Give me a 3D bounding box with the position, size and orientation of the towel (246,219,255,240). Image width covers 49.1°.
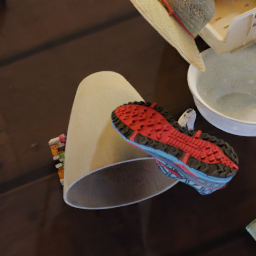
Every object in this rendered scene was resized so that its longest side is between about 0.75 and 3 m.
[{"bbox_3d":[4.576,2.999,7.074,1.943,0.298,2.547,-36,81,-6],"label":"towel"}]

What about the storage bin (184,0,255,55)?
[{"bbox_3d":[2.890,-3.583,7.491,2.614,1.234,2.633,-26,59,-5],"label":"storage bin"}]

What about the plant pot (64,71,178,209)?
[{"bbox_3d":[-0.354,0.100,6.669,2.630,2.630,2.808,-14,60,-3],"label":"plant pot"}]

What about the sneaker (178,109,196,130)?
[{"bbox_3d":[1.671,0.567,7.322,1.260,0.773,1.936,25,80,3],"label":"sneaker"}]

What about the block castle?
[{"bbox_3d":[-1.534,0.819,7.241,0.581,0.828,1.239,-19,80,-5],"label":"block castle"}]

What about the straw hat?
[{"bbox_3d":[0.964,-2.132,4.861,0.951,2.247,2.247,-41,80,27],"label":"straw hat"}]

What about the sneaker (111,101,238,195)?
[{"bbox_3d":[0.588,0.404,4.645,2.210,1.056,0.876,32,55,21],"label":"sneaker"}]

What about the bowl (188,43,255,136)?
[{"bbox_3d":[2.898,-0.808,7.090,2.881,1.295,2.881,-2,51,3],"label":"bowl"}]
